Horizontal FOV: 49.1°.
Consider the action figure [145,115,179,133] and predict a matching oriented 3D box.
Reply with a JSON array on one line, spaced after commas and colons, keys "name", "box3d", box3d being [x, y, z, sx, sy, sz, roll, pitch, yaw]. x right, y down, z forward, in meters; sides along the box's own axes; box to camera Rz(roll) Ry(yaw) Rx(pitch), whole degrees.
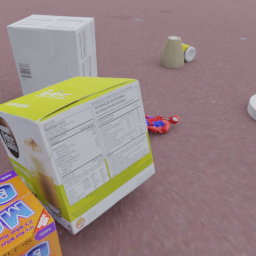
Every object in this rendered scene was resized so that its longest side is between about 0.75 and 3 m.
[{"name": "action figure", "box3d": [0.373, -0.108, 7.967, 2.299, 0.594, 0.752, -6, 32, -13]}]

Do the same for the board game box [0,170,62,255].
[{"name": "board game box", "box3d": [-1.994, 1.815, 4.301, 1.411, 1.412, 1.411, -27, 42, -33]}]

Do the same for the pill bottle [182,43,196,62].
[{"name": "pill bottle", "box3d": [2.465, -3.538, 12.883, 0.671, 0.671, 1.174, -22, 40, -29]}]

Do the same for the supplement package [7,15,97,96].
[{"name": "supplement package", "box3d": [-2.166, -1.952, 8.738, 2.080, 2.671, 1.481, 8, 35, 11]}]

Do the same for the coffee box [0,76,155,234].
[{"name": "coffee box", "box3d": [-1.043, 0.269, 5.566, 2.118, 2.095, 2.115, -30, 28, -36]}]

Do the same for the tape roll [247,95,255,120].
[{"name": "tape roll", "box3d": [4.763, -0.556, 8.767, 1.899, 0.347, 1.899, 0, 33, 0]}]

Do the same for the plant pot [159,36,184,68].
[{"name": "plant pot", "box3d": [1.941, -3.326, 12.125, 1.086, 1.160, 1.086, 0, 35, 0]}]
